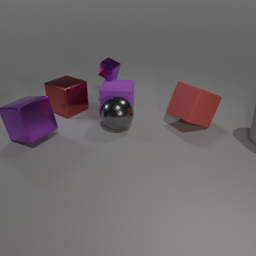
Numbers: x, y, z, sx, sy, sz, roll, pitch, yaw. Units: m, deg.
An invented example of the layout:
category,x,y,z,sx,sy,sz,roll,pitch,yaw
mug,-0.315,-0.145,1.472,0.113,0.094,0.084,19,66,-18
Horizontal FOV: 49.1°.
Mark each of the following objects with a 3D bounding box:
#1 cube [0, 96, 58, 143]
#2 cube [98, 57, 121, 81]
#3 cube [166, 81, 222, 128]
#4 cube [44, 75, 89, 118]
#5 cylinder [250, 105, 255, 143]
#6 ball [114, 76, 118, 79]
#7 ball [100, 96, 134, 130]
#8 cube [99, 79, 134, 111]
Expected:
category,x,y,z,sx,sy,sz,roll,pitch,yaw
cube,-3.853,-0.370,10.904,1.400,1.400,1.400,4,27,36
cube,-0.858,-2.705,12.888,0.700,0.700,0.700,30,42,12
cube,2.745,-0.991,11.738,1.400,1.400,1.400,12,14,-38
cube,-2.849,-1.506,13.131,1.400,1.400,1.400,20,35,32
cylinder,5.212,-0.197,10.010,1.400,1.400,1.400,-1,27,1
ball,-0.914,-2.842,15.209,0.700,0.700,0.700,0,30,0
ball,-0.444,-0.617,11.611,1.400,1.400,1.400,0,30,0
cube,-0.477,-1.351,12.895,1.400,1.400,1.400,3,30,5
